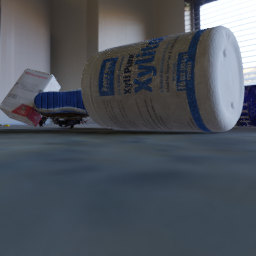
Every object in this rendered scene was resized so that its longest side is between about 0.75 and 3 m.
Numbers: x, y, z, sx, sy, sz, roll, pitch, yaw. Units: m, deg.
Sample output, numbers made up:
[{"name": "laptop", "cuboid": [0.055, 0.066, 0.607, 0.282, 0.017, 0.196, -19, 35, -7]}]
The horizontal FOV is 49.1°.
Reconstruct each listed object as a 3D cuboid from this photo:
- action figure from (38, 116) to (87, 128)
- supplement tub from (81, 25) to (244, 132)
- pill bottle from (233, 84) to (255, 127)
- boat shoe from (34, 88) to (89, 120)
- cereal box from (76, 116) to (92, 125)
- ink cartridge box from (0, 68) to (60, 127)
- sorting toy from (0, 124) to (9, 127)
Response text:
[{"name": "action figure", "cuboid": [-1.830, -0.354, 7.687, 1.412, 0.720, 0.839, 1, 10, 14]}, {"name": "supplement tub", "cuboid": [0.575, -0.739, 4.858, 2.444, 1.613, 1.613, 0, 1, 36]}, {"name": "pill bottle", "cuboid": [3.813, -0.721, 9.361, 1.382, 1.382, 2.308, -1, 1, -45]}, {"name": "boat shoe", "cuboid": [-1.364, -0.579, 7.208, 1.958, 0.707, 0.709, 3, -23, -11]}, {"name": "cereal box", "cuboid": [-0.428, -0.811, 9.181, 2.887, 0.571, 2.077, -18, -3, -23]}, {"name": "ink cartridge box", "cuboid": [-2.616, -0.838, 7.560, 1.005, 1.372, 0.568, 17, -24, 21]}, {"name": "sorting toy", "cuboid": [-4.223, -0.056, 8.972, 0.812, 0.109, 0.605, 0, -4, -30]}]
